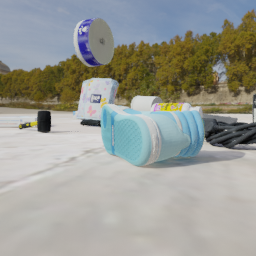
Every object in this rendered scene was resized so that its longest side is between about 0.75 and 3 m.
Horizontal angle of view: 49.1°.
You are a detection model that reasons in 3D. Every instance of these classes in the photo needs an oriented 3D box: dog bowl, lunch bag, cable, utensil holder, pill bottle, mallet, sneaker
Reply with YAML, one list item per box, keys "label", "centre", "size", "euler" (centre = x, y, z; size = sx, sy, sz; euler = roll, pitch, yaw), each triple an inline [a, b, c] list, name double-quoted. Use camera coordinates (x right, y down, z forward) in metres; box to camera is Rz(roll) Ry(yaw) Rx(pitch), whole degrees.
- label: "dog bowl"
  centre: [-1.125, -2.921, 9.593]
  size: [0.615, 1.560, 1.560]
  euler: [1, 3, 30]
- label: "lunch bag"
  centre: [-1.341, -1.198, 12.516]
  size: [1.429, 1.907, 2.249]
  euler: [12, -2, -31]
- label: "cable"
  centre: [2.232, 0.116, 5.196]
  size: [1.686, 0.525, 2.066]
  euler: [4, 0, -16]
- label: "utensil holder"
  centre: [1.714, -1.890, 24.949]
  size: [2.284, 1.941, 1.941]
  euler: [7, 7, 44]
- label: "pill bottle"
  centre: [1.707, -0.437, 9.887]
  size: [1.705, 0.889, 0.889]
  euler: [2, 4, 27]
- label: "mallet"
  centre: [-2.870, -0.029, 8.484]
  size: [0.393, 0.629, 1.911]
  euler: [3, -14, -42]
- label: "sneaker"
  centre: [0.341, 0.044, 3.951]
  size: [1.200, 0.731, 1.839]
  euler: [-4, 14, -22]

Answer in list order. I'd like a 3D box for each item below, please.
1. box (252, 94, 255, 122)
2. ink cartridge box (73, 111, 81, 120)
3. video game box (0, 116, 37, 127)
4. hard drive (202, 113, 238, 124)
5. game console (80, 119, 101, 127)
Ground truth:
- label: "box"
  centre: [6.018, -0.811, 12.104]
  size: [1.167, 1.346, 2.201]
  euler: [2, 4, 25]
- label: "ink cartridge box"
  centre: [-3.204, -0.851, 18.901]
  size: [0.989, 0.570, 0.336]
  euler: [1, 4, 22]
- label: "video game box"
  centre: [-4.192, -0.256, 11.001]
  size: [1.594, 0.410, 1.750]
  euler: [2, 4, -3]
- label: "hard drive"
  centre: [3.354, -0.371, 11.515]
  size: [1.890, 0.400, 1.275]
  euler: [6, 2, -11]
- label: "game console"
  centre: [-0.838, -0.180, 10.829]
  size: [2.371, 0.286, 1.398]
  euler: [5, 5, 42]
